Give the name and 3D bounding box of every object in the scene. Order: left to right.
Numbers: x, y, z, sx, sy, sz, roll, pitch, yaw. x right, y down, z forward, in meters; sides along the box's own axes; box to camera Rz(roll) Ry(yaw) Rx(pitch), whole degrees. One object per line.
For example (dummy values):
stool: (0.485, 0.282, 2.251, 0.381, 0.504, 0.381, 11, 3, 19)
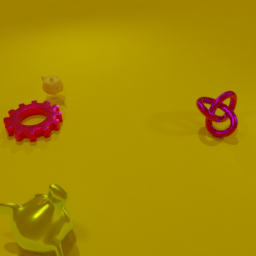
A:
gear: (-2.940, -0.255, 8.747, 1.717, 0.318, 1.717, 0, 40, 0)
monkey head: (-1.683, 1.777, 5.503, 1.840, 1.324, 1.109, 36, 43, 11)
teapot: (-2.578, -1.509, 9.670, 1.169, 0.572, 0.727, 29, 50, 24)
knot shape: (2.597, -0.509, 8.258, 1.314, 0.649, 1.404, 21, 79, -9)
